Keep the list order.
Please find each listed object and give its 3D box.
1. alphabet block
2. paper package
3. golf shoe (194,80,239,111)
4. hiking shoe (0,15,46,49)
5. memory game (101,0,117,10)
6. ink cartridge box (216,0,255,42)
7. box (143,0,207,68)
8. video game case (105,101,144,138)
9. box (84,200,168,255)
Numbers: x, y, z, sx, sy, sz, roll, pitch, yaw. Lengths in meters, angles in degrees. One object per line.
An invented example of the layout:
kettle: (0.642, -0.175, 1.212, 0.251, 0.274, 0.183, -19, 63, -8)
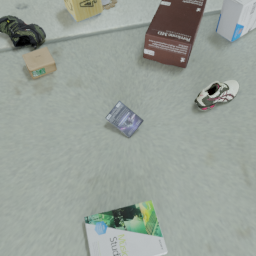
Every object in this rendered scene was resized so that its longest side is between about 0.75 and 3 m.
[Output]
alphabet block: (-1.578, -4.453, 9.463, 1.063, 1.083, 1.058, -29, 61, -12)
paper package: (-2.606, -1.933, 8.292, 0.792, 0.410, 0.755, -24, 60, -16)
golf shoe: (2.494, -0.986, 7.554, 1.481, 0.652, 0.572, -29, 61, -19)
hiking shoe: (-3.522, -2.990, 8.827, 1.707, 0.646, 0.859, 15, 55, 8)
memory game: (-0.902, -4.631, 10.233, 1.034, 0.066, 1.034, 0, 58, -1)
ink cartridge box: (3.807, -3.783, 8.943, 1.782, 1.305, 0.765, -34, 60, -20)
box: (1.541, -3.284, 8.816, 1.386, 1.037, 2.768, 16, 60, 10)
video game case: (-0.090, -0.221, 7.111, 0.812, 0.077, 0.580, 39, 91, 2)
box: (-0.065, 2.189, 5.722, 1.503, 0.273, 1.085, -12, 58, -9)
